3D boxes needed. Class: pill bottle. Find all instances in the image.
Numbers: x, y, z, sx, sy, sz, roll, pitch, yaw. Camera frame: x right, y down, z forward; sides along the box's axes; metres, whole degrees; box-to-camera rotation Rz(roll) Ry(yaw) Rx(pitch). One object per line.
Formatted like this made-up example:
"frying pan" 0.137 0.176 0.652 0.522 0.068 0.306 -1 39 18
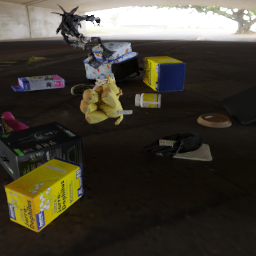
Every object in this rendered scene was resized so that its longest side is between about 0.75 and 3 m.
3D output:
"pill bottle" 0.804 -1.091 11.124 0.974 0.557 0.557 4 22 8

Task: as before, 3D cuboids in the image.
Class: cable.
"cable" 1.179 0.441 7.261 1.336 0.416 1.637 -9 7 40

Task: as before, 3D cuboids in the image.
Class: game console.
"game console" 5.258 -0.645 10.396 2.506 1.658 2.849 29 21 -8

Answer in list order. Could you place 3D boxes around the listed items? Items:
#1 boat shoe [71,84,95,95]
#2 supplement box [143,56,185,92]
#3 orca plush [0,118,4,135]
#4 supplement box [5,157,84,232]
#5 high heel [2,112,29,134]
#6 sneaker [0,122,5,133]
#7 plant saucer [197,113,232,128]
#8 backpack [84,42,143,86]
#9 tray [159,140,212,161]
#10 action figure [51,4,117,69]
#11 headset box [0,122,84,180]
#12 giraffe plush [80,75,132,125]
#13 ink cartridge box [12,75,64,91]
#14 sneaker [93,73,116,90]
"boat shoe" -1.893 -1.742 12.862 1.389 0.496 0.456 -7 17 -29
"supplement box" 1.773 -2.836 14.418 1.375 1.366 2.510 -5 22 -13
"orca plush" -4.332 -0.193 8.217 0.976 0.659 1.854 -41 41 -17
"supplement box" -1.489 1.171 5.207 0.700 0.695 1.278 11 24 27
"high heel" -3.325 -0.097 8.492 0.832 0.584 1.735 -15 29 -17
"sneaker" -4.171 -0.031 8.731 0.420 0.353 1.071 -18 27 -29
"plant saucer" 2.967 -0.277 9.611 1.144 0.169 1.144 -1 22 0
"backpack" -1.040 -3.529 15.370 2.739 2.215 2.876 2 22 35
"tray" 1.452 0.600 7.224 1.309 0.145 0.703 6 30 3
"action figure" -1.692 -3.535 10.613 1.533 2.579 1.316 -35 10 31
"headset box" -2.142 0.557 6.651 1.686 0.782 1.468 -16 27 -35
"giraffe plush" -0.374 -0.539 4.904 0.865 0.746 0.702 9 44 -14
"ink cartridge box" -4.647 -2.323 14.390 2.425 0.509 1.447 -13 24 -25
"sneaker" -1.202 -1.750 12.113 0.873 1.049 2.328 6 22 15
